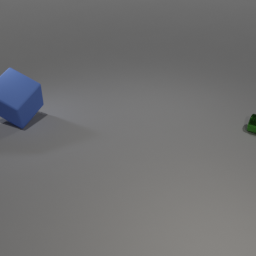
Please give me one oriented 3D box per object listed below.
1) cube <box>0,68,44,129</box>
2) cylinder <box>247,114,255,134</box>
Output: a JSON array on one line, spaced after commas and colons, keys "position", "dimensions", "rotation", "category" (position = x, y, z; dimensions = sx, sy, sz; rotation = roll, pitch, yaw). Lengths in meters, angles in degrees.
[{"position": [-4.239, -1.113, 10.621], "dimensions": [1.400, 1.400, 1.400], "rotation": [28, 59, 5], "category": "cube"}, {"position": [4.887, -0.110, 10.386], "dimensions": [0.700, 0.700, 0.700], "rotation": [21, 35, 31], "category": "cylinder"}]
